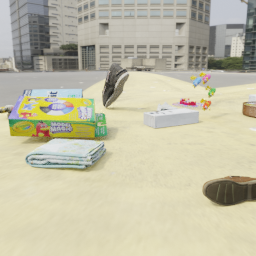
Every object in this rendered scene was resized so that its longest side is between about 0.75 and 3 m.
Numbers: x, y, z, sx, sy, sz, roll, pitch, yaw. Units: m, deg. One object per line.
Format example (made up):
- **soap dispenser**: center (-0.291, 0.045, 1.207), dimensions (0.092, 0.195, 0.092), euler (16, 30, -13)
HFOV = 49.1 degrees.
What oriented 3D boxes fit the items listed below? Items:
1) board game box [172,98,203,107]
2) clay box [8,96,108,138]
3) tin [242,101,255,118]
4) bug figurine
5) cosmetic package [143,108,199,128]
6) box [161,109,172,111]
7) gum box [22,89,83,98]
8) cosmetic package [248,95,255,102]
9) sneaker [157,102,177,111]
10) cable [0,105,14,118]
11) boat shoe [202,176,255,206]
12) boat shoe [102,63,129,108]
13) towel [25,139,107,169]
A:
- **board game box**: center (3.061, -1.349, 14.384), dimensions (1.568, 0.305, 1.239), euler (7, 15, 26)
- **clay box**: center (-1.979, -0.363, 8.404), dimensions (2.699, 0.642, 1.551), euler (0, 31, -9)
- **tin**: center (5.909, -0.641, 11.156), dimensions (1.558, 0.583, 2.783), euler (-4, 14, -34)
- **bug figurine**: center (2.999, -1.490, 10.883), dimensions (0.399, 1.551, 1.203), euler (-2, 37, 48)
- **cosmetic package**: center (1.583, -0.384, 10.186), dimensions (1.922, 0.487, 0.793), euler (-7, 17, -27)
- **box**: center (1.815, -0.636, 11.730), dimensions (0.928, 0.220, 0.896), euler (3, 12, 13)
- **gum box**: center (-2.672, -0.658, 9.748), dimensions (2.116, 0.471, 1.798), euler (-1, 43, -5)
- **cosmetic package**: center (6.697, -1.193, 13.025), dimensions (1.843, 0.657, 0.935), euler (-1, 14, -5)
- **sneaker**: center (1.739, -0.937, 12.383), dimensions (0.917, 0.456, 0.357), euler (3, 4, 10)
- **cable**: center (-4.590, -0.809, 11.727), dimensions (1.063, 0.551, 2.188), euler (0, 14, -4)
- **boat shoe**: center (1.769, 1.040, 4.783), dimensions (1.226, 0.441, 0.417), euler (5, 7, -16)
- **boat shoe**: center (-0.690, -1.859, 12.421), dimensions (0.916, 0.780, 2.739), euler (-36, -9, -30)
- **towel**: center (-1.395, 0.592, 6.607), dimensions (1.548, 0.373, 1.325), euler (3, 11, 12)
